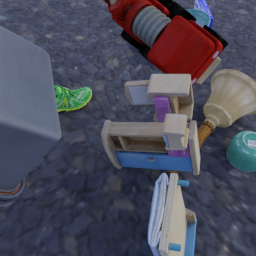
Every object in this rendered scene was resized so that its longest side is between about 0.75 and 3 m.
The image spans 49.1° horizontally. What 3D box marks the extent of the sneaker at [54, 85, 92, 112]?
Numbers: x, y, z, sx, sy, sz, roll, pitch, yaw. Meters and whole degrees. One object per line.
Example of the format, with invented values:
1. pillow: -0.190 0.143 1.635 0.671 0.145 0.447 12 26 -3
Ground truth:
1. sneaker: -1.747 -0.831 7.629 1.597 0.667 0.592 -17 50 -15

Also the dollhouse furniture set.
1. dollhouse furniture set: 0.142 1.044 4.827 1.859 2.689 2.849 0 50 20

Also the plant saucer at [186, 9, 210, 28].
1. plant saucer: 1.578 -3.288 9.576 2.436 0.334 2.436 -13 43 13

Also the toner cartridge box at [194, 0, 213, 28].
1. toner cartridge box: 2.764 -4.106 10.407 0.349 0.768 1.617 -1 48 -1

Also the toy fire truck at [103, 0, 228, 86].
1. toy fire truck: 0.510 -2.048 5.070 2.371 1.733 2.694 48 24 20

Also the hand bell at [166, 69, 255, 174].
1. hand bell: 1.850 0.028 6.748 1.469 1.469 2.821 35 70 27

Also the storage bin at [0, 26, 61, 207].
1. storage bin: -2.199 -0.353 4.544 1.731 1.876 2.578 -38 51 26

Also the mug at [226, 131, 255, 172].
1. mug: 2.883 0.456 6.523 1.050 0.649 0.863 -26 54 -21
